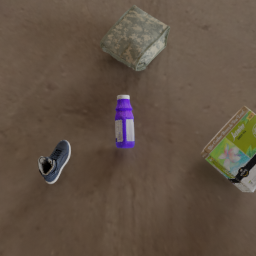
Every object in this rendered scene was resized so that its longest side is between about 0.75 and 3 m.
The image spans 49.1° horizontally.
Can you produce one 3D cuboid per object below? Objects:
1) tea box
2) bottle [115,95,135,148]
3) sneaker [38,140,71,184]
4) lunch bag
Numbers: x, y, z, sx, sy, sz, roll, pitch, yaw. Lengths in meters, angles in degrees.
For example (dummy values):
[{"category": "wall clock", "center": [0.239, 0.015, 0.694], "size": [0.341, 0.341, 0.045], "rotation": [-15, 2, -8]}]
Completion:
[{"category": "tea box", "center": [3.088, 0.591, 7.490], "size": [1.588, 1.078, 1.614], "rotation": [42, 88, 15]}, {"category": "bottle", "center": [-0.107, -0.177, 8.020], "size": [0.489, 0.626, 1.499], "rotation": [-1, 87, -22]}, {"category": "sneaker", "center": [-1.962, 0.776, 7.530], "size": [0.490, 0.931, 1.288], "rotation": [13, 64, 8]}, {"category": "lunch bag", "center": [0.201, -2.804, 9.178], "size": [1.549, 1.111, 1.889], "rotation": [37, 69, 14]}]
